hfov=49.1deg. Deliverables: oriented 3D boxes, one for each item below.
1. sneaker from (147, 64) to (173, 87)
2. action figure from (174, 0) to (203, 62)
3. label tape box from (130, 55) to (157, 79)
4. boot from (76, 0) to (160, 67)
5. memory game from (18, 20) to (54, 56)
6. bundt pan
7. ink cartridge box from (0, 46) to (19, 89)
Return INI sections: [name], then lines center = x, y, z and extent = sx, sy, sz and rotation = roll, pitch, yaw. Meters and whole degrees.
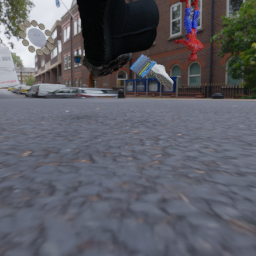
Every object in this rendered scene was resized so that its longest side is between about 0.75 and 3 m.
[sneaker]
center = 1.192, -1.966, 9.949
extent = 1.217, 0.458, 0.538
rotation = 40, 63, 16
[action figure]
center = 2.329, -3.708, 11.115
extent = 0.852, 2.611, 1.292
rotation = 5, -17, -22
[label tape box]
center = 0.471, -1.712, 7.985
extent = 0.253, 0.548, 0.764
rotation = 39, 5, -44
[boot]
center = -0.094, -2.290, 5.226
extent = 0.780, 2.042, 1.716
rotation = 23, 40, 30
[memory game]
center = -1.991, -1.971, 6.125
extent = 0.053, 0.834, 0.834
rotation = -16, -6, 43
[bundt pan]
center = -0.783, -2.964, 12.051
extent = 2.286, 0.858, 2.286
rotation = -29, -6, -3
[ink cartridge box]
center = -3.506, -1.594, 7.534
extent = 0.452, 1.072, 0.776
rotation = -6, 10, 44
